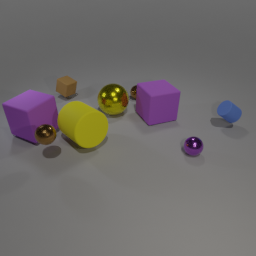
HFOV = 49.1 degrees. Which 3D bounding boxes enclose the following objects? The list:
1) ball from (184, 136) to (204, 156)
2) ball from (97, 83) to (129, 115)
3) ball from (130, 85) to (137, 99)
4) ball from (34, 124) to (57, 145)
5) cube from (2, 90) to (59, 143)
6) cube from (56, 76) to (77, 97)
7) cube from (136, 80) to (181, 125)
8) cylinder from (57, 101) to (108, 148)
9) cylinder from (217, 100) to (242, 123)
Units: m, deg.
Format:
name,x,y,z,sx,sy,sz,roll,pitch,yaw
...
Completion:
name,x,y,z,sx,sy,sz,roll,pitch,yaw
ball,2.358,0.651,10.075,0.700,0.700,0.700,0,33,0
ball,-0.657,-1.270,12.413,1.400,1.400,1.400,0,33,0
ball,0.453,-1.776,13.891,0.700,0.700,0.700,0,33,0
ball,-2.717,0.214,9.237,0.700,0.700,0.700,0,33,0
cube,-3.708,-0.490,10.904,1.400,1.400,1.400,16,37,27
cube,-3.013,-2.042,13.699,0.700,0.700,0.700,32,38,20
cube,1.261,-1.144,12.191,1.400,1.400,1.400,-11,34,-20
cylinder,-1.671,-0.152,10.333,1.400,1.400,1.400,-23,33,-31
cylinder,4.112,-0.661,11.370,0.700,0.700,0.700,29,21,-28
